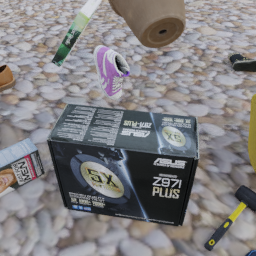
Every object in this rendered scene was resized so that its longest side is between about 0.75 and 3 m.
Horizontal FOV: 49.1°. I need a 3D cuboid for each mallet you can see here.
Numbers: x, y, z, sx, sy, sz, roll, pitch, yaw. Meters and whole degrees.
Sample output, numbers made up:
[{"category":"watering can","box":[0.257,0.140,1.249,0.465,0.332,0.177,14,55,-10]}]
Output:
[{"category":"mallet","box":[2.311,1.998,6.005,0.596,0.373,1.811,31,55,25]}]

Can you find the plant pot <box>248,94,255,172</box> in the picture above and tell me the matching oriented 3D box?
[{"category":"plant pot","box":[4.053,0.032,6.825,2.157,2.171,2.221,-5,22,1]}]

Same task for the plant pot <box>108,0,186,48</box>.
[{"category":"plant pot","box":[0.687,-3.593,8.214,2.446,2.446,2.133,-10,70,-12]}]

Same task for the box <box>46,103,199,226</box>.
[{"category":"box","box":[-0.040,0.806,5.874,2.703,2.214,1.164,7,41,7]}]

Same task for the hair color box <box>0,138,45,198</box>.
[{"category":"hair color box","box":[-2.970,1.077,6.556,1.833,0.907,0.556,-28,48,-28]}]

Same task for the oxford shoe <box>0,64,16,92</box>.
[{"category":"oxford shoe","box":[-5.071,-1.467,9.516,0.876,0.875,2.455,28,50,26]}]

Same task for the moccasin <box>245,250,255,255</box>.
[{"category":"moccasin","box":[2.198,2.804,4.885,0.611,0.518,1.519,18,44,19]}]

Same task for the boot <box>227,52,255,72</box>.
[{"category":"boot","box":[4.724,-2.677,11.170,1.351,0.488,1.021,-1,39,-2]}]

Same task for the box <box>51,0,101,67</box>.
[{"category":"box","box":[-1.201,-2.247,6.513,0.275,1.516,1.094,31,42,-15]}]

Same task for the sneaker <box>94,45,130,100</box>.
[{"category":"sneaker","box":[-0.223,-0.896,5.129,0.662,1.161,0.421,29,62,36]}]
